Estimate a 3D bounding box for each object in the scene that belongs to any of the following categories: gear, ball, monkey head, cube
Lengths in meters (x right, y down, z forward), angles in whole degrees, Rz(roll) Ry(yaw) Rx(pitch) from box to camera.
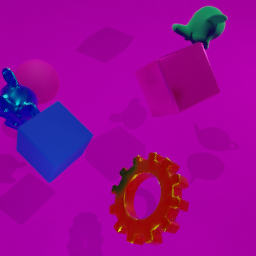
[{"bbox_3d":[0.301,1.128,4.574,1.445,0.267,1.445,-25,50,34],"label":"gear"},{"bbox_3d":[-2.388,-1.194,7.346,1.172,1.172,1.172,0,55,0],"label":"ball"},{"bbox_3d":[-2.099,-0.486,5.689,1.039,1.445,0.871,-5,43,24],"label":"monkey head"},{"bbox_3d":[-1.404,0.274,5.297,0.955,0.955,0.955,44,55,5],"label":"cube"},{"bbox_3d":[1.611,-2.348,6.322,1.056,0.884,1.468,20,20,-15],"label":"monkey head"},{"bbox_3d":[1.012,-0.975,5.919,1.115,1.115,1.115,-26,97,-21],"label":"cube"}]
